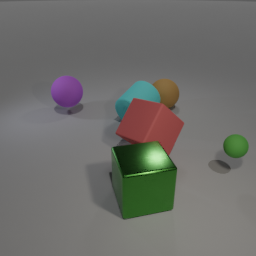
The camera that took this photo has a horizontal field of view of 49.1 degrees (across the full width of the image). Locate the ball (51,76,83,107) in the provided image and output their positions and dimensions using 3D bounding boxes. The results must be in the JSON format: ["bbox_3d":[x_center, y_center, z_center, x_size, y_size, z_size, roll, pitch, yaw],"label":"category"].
[{"bbox_3d":[-2.712,-1.621,12.494,1.400,1.400,1.400,0,28,0],"label":"ball"}]

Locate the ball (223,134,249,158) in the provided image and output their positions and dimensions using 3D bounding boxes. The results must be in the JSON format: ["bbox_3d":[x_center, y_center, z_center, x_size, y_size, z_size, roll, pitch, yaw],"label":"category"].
[{"bbox_3d":[3.142,0.530,8.168,0.700,0.700,0.700,0,28,0],"label":"ball"}]

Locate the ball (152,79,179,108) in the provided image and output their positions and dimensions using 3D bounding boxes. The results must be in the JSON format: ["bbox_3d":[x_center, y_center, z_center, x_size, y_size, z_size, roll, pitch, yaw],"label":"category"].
[{"bbox_3d":[1.683,-1.590,13.046,1.400,1.400,1.400,0,28,0],"label":"ball"}]

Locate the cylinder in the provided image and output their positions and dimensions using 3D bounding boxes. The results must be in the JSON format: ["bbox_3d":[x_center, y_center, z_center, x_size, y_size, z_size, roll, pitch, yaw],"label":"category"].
[{"bbox_3d":[0.410,-1.017,11.663,1.400,1.400,1.400,19,51,32],"label":"cylinder"}]

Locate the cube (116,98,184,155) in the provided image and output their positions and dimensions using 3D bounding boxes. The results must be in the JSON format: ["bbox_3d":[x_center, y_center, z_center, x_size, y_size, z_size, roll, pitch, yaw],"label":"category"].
[{"bbox_3d":[0.734,0.006,9.336,1.400,1.400,1.400,19,-11,47],"label":"cube"}]

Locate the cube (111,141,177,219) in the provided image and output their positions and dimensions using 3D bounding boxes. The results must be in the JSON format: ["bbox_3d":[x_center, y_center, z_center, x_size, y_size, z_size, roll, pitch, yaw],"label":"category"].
[{"bbox_3d":[0.375,1.350,7.581,1.400,1.400,1.400,-7,29,-13],"label":"cube"}]
